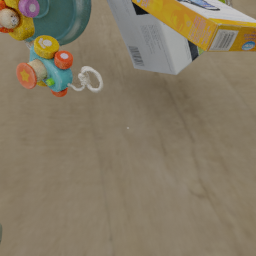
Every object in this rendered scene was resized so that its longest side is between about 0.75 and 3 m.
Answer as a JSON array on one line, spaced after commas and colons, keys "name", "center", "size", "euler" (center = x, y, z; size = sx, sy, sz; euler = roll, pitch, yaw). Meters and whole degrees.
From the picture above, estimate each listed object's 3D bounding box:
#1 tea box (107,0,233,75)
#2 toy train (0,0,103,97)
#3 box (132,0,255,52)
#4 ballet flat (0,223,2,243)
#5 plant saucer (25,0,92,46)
[{"name": "tea box", "center": [0.897, -2.654, 5.837], "size": [2.147, 2.183, 1.458], "euler": [-39, 35, -21]}, {"name": "toy train", "center": [-1.380, -1.480, 4.025], "size": [1.863, 2.480, 0.690], "euler": [3, 32, 48]}, {"name": "box", "center": [0.494, -0.901, 2.159], "size": [0.610, 0.213, 1.025], "euler": [-10, 43, -33]}, {"name": "ballet flat", "center": [-1.368, 1.012, 1.770], "size": [1.609, 0.542, 0.512], "euler": [-36, 44, 28]}, {"name": "plant saucer", "center": [-1.987, -2.757, 5.940], "size": [2.418, 2.418, 0.331], "euler": [7, 46, 6]}]
